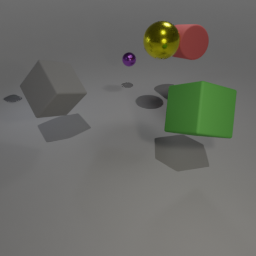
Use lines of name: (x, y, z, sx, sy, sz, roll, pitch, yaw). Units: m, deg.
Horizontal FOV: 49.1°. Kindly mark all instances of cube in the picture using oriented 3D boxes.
cube: (2.080, -0.485, 8.138, 1.400, 1.400, 1.400, 7, -2, -31)
cube: (-2.584, -1.339, 9.730, 1.400, 1.400, 1.400, -11, 66, -55)

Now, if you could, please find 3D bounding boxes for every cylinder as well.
cylinder: (2.476, -3.698, 12.022, 1.400, 1.400, 1.400, -12, 22, -19)

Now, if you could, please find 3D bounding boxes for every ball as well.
ball: (1.271, -3.304, 10.588, 1.400, 1.400, 1.400, 0, 32, 0)
ball: (0.057, -3.431, 14.019, 0.700, 0.700, 0.700, 0, 32, 0)
